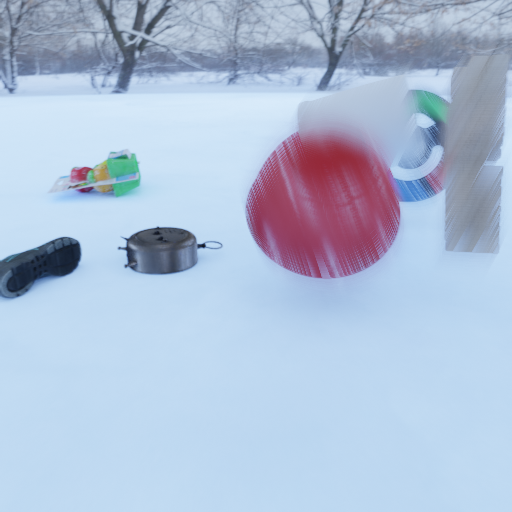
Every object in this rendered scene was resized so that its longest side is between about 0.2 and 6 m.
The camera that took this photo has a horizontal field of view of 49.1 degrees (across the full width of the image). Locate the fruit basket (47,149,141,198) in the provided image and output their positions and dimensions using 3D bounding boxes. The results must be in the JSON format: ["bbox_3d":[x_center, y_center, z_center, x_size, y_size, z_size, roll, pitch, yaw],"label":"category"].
[{"bbox_3d":[-3.793,-1.945,13.289,2.049,0.961,1.898,-6,21,-7],"label":"fruit basket"}]

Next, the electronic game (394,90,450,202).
[{"bbox_3d":[2.820,-2.003,10.288,2.038,2.038,0.424,1,10,3],"label":"electronic game"}]

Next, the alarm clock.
[{"bbox_3d":[-1.337,-0.137,8.963,1.658,0.552,1.119,-4,20,-20],"label":"alarm clock"}]

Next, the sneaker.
[{"bbox_3d":[-3.264,0.083,8.189,0.650,0.618,1.639,8,21,27],"label":"sneaker"}]

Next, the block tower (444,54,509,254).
[{"bbox_3d":[2.713,-1.215,6.979,0.629,2.327,0.673,3,4,16],"label":"block tower"}]

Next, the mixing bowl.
[{"bbox_3d":[0.846,-0.825,6.688,1.967,1.065,1.967,0,63,0],"label":"mixing bowl"}]

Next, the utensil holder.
[{"bbox_3d":[1.654,-1.948,8.822,1.665,1.415,1.415,-11,16,20],"label":"utensil holder"}]
